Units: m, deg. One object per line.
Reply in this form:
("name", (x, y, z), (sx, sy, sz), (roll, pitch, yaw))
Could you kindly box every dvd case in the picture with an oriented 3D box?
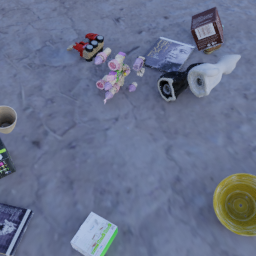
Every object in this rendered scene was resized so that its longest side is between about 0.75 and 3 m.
("dvd case", (2.122, -3.920, 14.963), (2.083, 0.224, 2.801), (23, 53, 19))
("dvd case", (-4.231, 3.120, 8.943), (1.976, 0.158, 1.469), (10, 50, 8))

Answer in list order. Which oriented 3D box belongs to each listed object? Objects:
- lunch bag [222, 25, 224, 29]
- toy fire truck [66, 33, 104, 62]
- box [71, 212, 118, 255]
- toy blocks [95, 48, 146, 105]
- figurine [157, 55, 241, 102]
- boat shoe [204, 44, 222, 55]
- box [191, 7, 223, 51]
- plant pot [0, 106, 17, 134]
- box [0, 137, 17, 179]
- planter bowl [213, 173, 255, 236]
("lunch bag", (4.498, -5.581, 15.976), (1.433, 0.874, 1.220), (-21, 52, -10))
("toy fire truck", (-2.360, -4.434, 15.002), (1.753, 1.128, 1.543), (29, 55, 10))
("box", (-1.012, 3.314, 8.522), (0.982, 0.538, 1.113), (23, 53, 18))
("toy blocks", (-0.532, -2.215, 12.397), (2.058, 1.923, 1.732), (19, 45, 13))
("figurine", (3.196, -2.403, 12.369), (2.796, 1.234, 2.866), (-35, 19, -33))
("boat shoe", (4.729, -4.582, 15.330), (0.555, 0.524, 1.543), (31, 56, 24))
("box", (3.285, -4.093, 11.595), (1.064, 1.053, 1.283), (-13, 41, 29))
("plant pot", (-4.013, -0.164, 9.132), (0.803, 0.857, 0.803), (7, 63, -13))
("box", (-5.022, 1.259, 10.024), (1.534, 0.953, 1.139), (-27, 54, -20))
("planter bowl", (3.663, 2.446, 8.951), (1.893, 0.788, 1.893), (-4, 70, 10))
